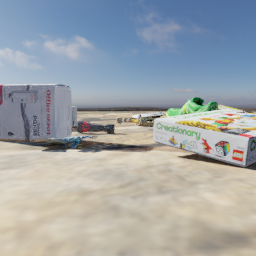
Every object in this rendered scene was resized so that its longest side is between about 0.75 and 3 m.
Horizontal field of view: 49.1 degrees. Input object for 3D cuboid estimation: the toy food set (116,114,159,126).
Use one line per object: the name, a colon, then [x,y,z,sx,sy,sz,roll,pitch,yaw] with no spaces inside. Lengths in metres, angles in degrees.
toy food set: [0.442,-0.391,12.802,1.204,0.507,1.678,-4,6,-41]

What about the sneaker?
sneaker: [2.908,-0.739,12.407,1.089,1.228,2.939,1,3,-34]

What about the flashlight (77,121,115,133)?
flashlight: [-1.006,-0.008,8.833,1.178,0.400,0.399,3,49,0]

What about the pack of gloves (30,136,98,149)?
pack of gloves: [-1.288,0.324,5.943,1.043,0.245,1.242,-6,-3,8]

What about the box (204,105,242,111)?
box: [4.796,-0.663,13.469,1.599,0.659,2.725,21,18,36]

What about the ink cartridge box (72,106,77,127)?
ink cartridge box: [-2.903,-0.447,11.140,1.487,0.862,2.054,0,4,-2]

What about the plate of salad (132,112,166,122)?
plate of salad: [1.070,-0.514,14.611,2.079,0.499,2.079,-7,1,0]

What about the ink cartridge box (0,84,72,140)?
ink cartridge box: [-2.460,-0.407,7.079,1.900,1.392,0.786,1,4,15]

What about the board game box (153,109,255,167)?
board game box: [1.954,0.043,5.176,2.643,0.457,1.669,-9,16,-44]
